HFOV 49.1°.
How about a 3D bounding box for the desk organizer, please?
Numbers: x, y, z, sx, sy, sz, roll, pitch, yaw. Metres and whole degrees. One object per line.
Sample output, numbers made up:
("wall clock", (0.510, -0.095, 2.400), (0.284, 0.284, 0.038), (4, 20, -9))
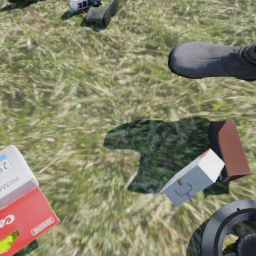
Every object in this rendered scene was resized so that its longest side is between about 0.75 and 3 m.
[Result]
("desk organizer", (2.670, 0.600, 7.514), (0.623, 0.581, 1.619), (-4, 61, -5))

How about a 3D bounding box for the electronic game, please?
("electronic game", (2.854, 2.855, 6.287), (2.444, 0.508, 2.444), (0, 67, 0))

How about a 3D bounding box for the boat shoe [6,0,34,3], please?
("boat shoe", (-3.732, -5.128, 10.652), (1.819, 0.624, 0.515), (-27, 65, -16))

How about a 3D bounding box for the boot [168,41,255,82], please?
("boot", (2.488, -1.674, 6.464), (2.820, 1.856, 0.984), (0, 93, -9))

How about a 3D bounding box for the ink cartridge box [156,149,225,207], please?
("ink cartridge box", (1.043, 0.909, 4.789), (0.381, 1.130, 0.658), (48, 38, 7))

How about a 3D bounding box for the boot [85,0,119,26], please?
("boot", (-0.973, -4.384, 10.337), (0.944, 0.489, 1.445), (17, 61, 15))

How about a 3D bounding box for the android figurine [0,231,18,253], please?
("android figurine", (-3.711, 2.373, 6.520), (2.582, 0.582, 2.836), (-35, 64, -18))

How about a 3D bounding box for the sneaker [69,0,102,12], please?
("sneaker", (-1.429, -4.697, 10.432), (1.014, 0.564, 1.450), (28, 65, 15))

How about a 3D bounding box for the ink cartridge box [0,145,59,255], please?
("ink cartridge box", (-3.140, 1.860, 6.180), (2.482, 0.555, 2.187), (-33, 61, -17))
